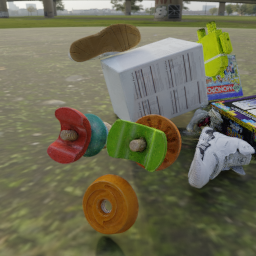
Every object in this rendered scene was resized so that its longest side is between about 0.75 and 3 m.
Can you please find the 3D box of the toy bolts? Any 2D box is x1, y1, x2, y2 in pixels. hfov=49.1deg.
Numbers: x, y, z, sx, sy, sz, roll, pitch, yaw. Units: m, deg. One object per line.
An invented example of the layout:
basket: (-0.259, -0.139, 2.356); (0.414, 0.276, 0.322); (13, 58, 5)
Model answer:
toy bolts: (-0.223, 0.501, 4.534); (1.913, 1.827, 1.327); (22, 9, 25)

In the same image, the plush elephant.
plush elephant: (1.842, -0.167, 6.424); (0.622, 0.803, 0.661); (24, 4, 37)

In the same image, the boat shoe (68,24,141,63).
boat shoe: (-0.680, -2.355, 7.833); (2.147, 0.760, 0.744); (-21, 11, -20)

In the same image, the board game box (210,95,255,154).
board game box: (3.411, -0.137, 6.799); (1.885, 0.647, 2.281); (-9, 25, -12)

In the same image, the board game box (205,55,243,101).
board game box: (2.808, -1.681, 9.591); (2.241, 1.508, 0.326); (-9, -4, -18)

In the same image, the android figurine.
android figurine: (2.351, -2.107, 7.842); (0.319, 1.556, 1.416); (-13, -2, -20)

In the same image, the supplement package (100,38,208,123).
supplement package: (0.702, -1.271, 7.756); (2.273, 1.712, 1.725); (-21, 28, -12)

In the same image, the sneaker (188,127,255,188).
sneaker: (1.734, 0.579, 5.143); (1.008, 0.659, 1.755); (17, 29, 15)
